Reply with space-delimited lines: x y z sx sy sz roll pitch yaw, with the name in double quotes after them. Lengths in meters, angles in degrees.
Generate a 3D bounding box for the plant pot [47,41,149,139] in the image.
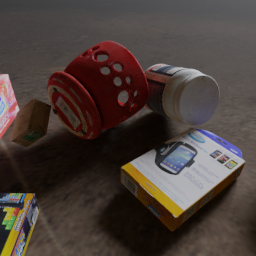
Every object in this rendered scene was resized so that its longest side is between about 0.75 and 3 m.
-0.879 -0.958 7.656 2.247 2.247 2.046 27 51 34 "plant pot"

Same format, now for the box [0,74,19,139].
-4.125 -0.341 7.551 1.236 1.340 2.612 -1 35 3 "box"

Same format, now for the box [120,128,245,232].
1.353 0.925 6.340 2.696 0.559 1.605 -24 46 -33 "box"

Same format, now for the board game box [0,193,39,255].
-2.683 2.066 4.763 1.738 0.596 2.103 1 35 0 "board game box"

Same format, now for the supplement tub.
1.371 -0.996 8.043 1.506 1.506 2.145 -16 24 -22 "supplement tub"

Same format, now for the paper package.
-2.513 -0.123 7.252 0.524 1.012 0.965 25 52 -38 "paper package"
